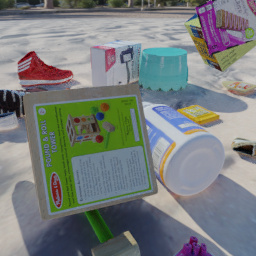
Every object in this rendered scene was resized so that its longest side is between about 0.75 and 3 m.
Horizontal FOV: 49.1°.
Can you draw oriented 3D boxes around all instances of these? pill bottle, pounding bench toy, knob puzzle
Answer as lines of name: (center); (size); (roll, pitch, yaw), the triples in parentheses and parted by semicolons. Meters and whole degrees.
pill bottle: (0.883, 0.288, 6.619); (1.444, 1.444, 2.577); (-11, 27, -21)
pounding bench toy: (-0.773, 0.929, 5.163); (1.792, 2.885, 2.250); (-9, -4, -21)
knob puzzle: (4.740, -1.792, 12.250); (1.517, 0.210, 1.517); (0, 27, 0)

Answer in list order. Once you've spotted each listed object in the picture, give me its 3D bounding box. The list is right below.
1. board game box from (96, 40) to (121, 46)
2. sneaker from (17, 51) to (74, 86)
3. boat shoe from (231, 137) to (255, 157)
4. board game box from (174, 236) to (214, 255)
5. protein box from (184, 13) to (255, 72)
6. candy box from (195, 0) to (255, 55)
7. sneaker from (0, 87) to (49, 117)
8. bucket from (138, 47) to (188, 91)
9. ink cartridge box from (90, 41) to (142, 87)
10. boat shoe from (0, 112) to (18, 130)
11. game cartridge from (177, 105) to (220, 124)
board game box: (-0.942, -3.587, 14.415); (0.370, 1.528, 2.020); (15, 30, 29)
sneaker: (-3.785, -2.800, 12.873); (2.536, 1.465, 0.994); (-14, 29, -26)
boat shoe: (3.313, 0.561, 7.248); (1.225, 0.458, 0.419); (6, 31, 30)
board game box: (1.040, 2.428, 3.614); (1.853, 0.240, 1.853); (-22, 33, -37)
protein box: (3.164, -3.198, 9.282); (1.747, 1.760, 1.188); (-39, 33, 2)
candy box: (2.992, -2.956, 7.462); (2.038, 1.390, 0.622); (-16, 16, 24)
sneaker: (-3.790, -1.004, 10.026); (2.566, 0.971, 1.482); (1, 19, -22)
bucket: (1.621, -2.731, 12.690); (2.342, 1.524, 2.342); (1, 26, 0)
ink cartridge box: (-0.478, -2.898, 12.733); (1.021, 1.753, 2.422); (20, 32, 35)
boat shoe: (-4.256, -0.206, 8.631); (1.592, 0.545, 0.573); (-4, 26, -8)
game cartridge: (2.399, -0.475, 9.606); (0.971, 0.179, 1.101); (-16, 29, -29)
